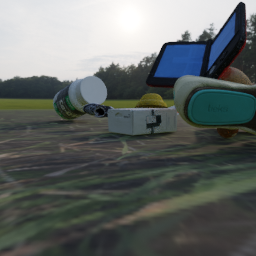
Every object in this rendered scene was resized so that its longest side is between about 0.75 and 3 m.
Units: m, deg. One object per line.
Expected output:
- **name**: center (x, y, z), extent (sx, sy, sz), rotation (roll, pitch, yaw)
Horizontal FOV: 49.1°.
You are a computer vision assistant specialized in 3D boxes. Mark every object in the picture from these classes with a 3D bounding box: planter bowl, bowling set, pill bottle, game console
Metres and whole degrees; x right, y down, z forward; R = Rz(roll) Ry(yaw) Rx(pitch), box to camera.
- **planter bowl**: center (0.885, -0.987, 10.540), extent (1.262, 0.526, 1.262), rotation (2, -8, 0)
- **bowling set**: center (2.506, -0.511, 6.444), extent (1.293, 1.676, 2.409), rotation (18, -4, -36)
- **pill bottle**: center (-2.126, -1.297, 12.258), extent (1.484, 1.484, 2.625), rotation (-3, -8, -36)
- **game console**: center (1.620, -1.988, 6.576), extent (1.356, 1.970, 2.286), rotation (27, 46, -4)

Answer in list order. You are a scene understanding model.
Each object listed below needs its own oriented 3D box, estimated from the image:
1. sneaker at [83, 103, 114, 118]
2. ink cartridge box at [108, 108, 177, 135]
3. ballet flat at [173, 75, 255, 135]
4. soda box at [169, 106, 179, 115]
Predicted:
- **sneaker**: center (-0.968, -0.540, 8.411), extent (1.058, 0.399, 0.602), rotation (8, 7, 20)
- **ink cartridge box**: center (0.372, -0.199, 7.273), extent (1.508, 0.626, 1.105), rotation (-3, 6, -36)
- **ballet flat**: center (2.154, -0.390, 5.022), extent (2.990, 1.039, 1.039), rotation (10, 2, -16)
- **soda box**: center (1.860, -0.695, 12.306), extent (1.377, 0.438, 0.469), rotation (-20, 2, -38)
